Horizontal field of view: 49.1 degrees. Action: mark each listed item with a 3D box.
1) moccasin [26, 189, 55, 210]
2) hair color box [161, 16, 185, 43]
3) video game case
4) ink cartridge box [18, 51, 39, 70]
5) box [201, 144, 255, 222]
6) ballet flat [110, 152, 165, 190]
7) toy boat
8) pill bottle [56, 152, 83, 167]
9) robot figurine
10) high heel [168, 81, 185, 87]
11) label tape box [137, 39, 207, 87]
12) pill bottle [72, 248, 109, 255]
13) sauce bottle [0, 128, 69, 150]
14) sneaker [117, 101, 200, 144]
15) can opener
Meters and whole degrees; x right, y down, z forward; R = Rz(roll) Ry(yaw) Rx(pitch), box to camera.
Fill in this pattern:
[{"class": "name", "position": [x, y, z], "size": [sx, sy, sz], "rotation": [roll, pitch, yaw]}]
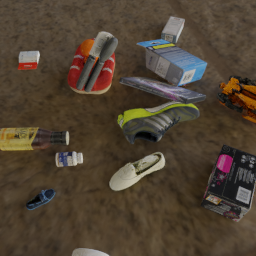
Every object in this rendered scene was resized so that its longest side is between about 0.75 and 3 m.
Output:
[{"class": "moccasin", "position": [-2.519, 2.058, 8.123], "size": [0.882, 0.301, 0.355], "rotation": [-36, 60, -25]}, {"class": "hair color box", "position": [2.161, -4.729, 13.448], "size": [0.744, 0.456, 1.504], "rotation": [17, 54, 13]}, {"class": "video game case", "position": [1.268, -1.404, 10.073], "size": [2.614, 0.248, 1.867], "rotation": [24, 21, 28]}, {"class": "ink cartridge box", "position": [-4.335, -2.950, 12.166], "size": [0.809, 0.239, 1.011], "rotation": [-3, 50, -2]}, {"class": "box", "position": [2.966, 1.569, 8.070], "size": [1.156, 1.003, 1.749], "rotation": [21, 56, 14]}, {"class": "ballet flat", "position": [0.281, 1.233, 8.574], "size": [1.929, 0.670, 0.670], "rotation": [-23, 55, -17]}, {"class": "toy boat", "position": [-1.433, -2.694, 11.003], "size": [1.719, 1.722, 2.634], "rotation": [4, 51, 3]}, {"class": "pill bottle", "position": [-1.861, 0.981, 8.893], "size": [0.794, 0.441, 0.441], "rotation": [-4, 51, -3]}, {"class": "robot figurine", "position": [4.492, -0.979, 10.278], "size": [2.517, 0.733, 1.825], "rotation": [31, 57, 21]}, {"class": "high heel", "position": [1.992, -1.927, 11.315], "size": [0.758, 0.255, 0.364], "rotation": [15, 63, 6]}, {"class": "label tape box", "position": [1.679, -2.713, 11.335], "size": [2.430, 0.803, 1.741], "rotation": [37, 40, 28]}, {"class": "pill bottle", "position": [-1.021, 3.838, 6.166], "size": [1.168, 1.168, 2.008], "rotation": [7, 50, 5]}, {"class": "sauce bottle", "position": [-3.141, 0.341, 9.215], "size": [2.329, 0.769, 0.769], "rotation": [-3, 51, -2]}, {"class": "sneaker", "position": [1.109, -0.112, 9.553], "size": [2.825, 1.044, 1.144], "rotation": [-12, 63, -4]}, {"class": "can opener", "position": [-0.759, -1.457, 6.399], "size": [0.420, 1.595, 0.530], "rotation": [19, 39, -22]}]
